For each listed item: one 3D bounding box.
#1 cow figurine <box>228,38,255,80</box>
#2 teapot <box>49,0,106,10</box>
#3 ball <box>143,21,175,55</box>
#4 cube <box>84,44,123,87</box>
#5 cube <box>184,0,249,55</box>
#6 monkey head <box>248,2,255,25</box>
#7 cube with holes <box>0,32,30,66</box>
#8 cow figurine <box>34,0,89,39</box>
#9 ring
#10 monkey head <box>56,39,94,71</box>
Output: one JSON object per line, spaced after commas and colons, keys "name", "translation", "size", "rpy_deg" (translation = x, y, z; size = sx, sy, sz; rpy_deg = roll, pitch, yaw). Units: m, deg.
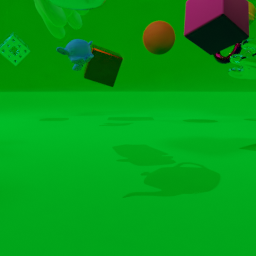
{"name": "cow figurine", "translation": [2.663, -1.259, 5.237], "size": [1.224, 0.683, 1.244], "rpy_deg": [11, -12, 1]}
{"name": "teapot", "translation": [-0.723, -1.843, 3.193], "size": [0.842, 1.070, 1.721], "rpy_deg": [-11, 30, 24]}
{"name": "ball", "translation": [1.039, -3.007, 9.369], "size": [1.076, 1.076, 1.076], "rpy_deg": [0, 8, 0]}
{"name": "cube", "translation": [-0.923, -2.273, 10.161], "size": [1.097, 1.097, 1.097], "rpy_deg": [16, 20, -15]}
{"name": "cube", "translation": [1.592, -1.963, 5.043], "size": [0.811, 0.811, 0.811], "rpy_deg": [21, -23, -34]}
{"name": "monkey head", "translation": [3.132, -3.316, 8.025], "size": [0.989, 0.829, 1.375], "rpy_deg": [36, 35, -22]}
{"name": "cube with holes", "translation": [-3.972, -2.779, 9.817], "size": [0.737, 0.737, 0.737], "rpy_deg": [44, 6, -32]}
{"name": "cow figurine", "translation": [-1.309, -2.402, 4.520], "size": [0.880, 1.577, 1.603], "rpy_deg": [-34, 10, -13]}
{"name": "ring", "translation": [3.376, -2.836, 9.521], "size": [0.261, 1.305, 1.305], "rpy_deg": [2, 6, -27]}
{"name": "monkey head", "translation": [-1.542, -2.238, 8.542], "size": [1.248, 0.752, 0.897], "rpy_deg": [-24, -10, -34]}
